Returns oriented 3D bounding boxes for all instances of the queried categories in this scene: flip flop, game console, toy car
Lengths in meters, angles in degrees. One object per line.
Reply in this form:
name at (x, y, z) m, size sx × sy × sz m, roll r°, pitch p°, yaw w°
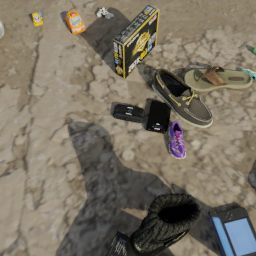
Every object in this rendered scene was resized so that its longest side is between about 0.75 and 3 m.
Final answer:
flip flop at (3.698, -2.085, 11.470) m, size 2.897 × 0.834 × 1.175 m, roll 1°, pitch 62°, yaw 1°
game console at (0.544, -0.560, 10.981) m, size 2.215 × 0.267 × 1.306 m, roll 11°, pitch 62°, yaw 4°
game console at (3.312, 3.302, 8.439) m, size 1.520 × 1.054 × 1.781 m, roll -12°, pitch 63°, yaw -6°
toy car at (-3.267, -4.953, 13.041) m, size 2.454 × 0.816 × 1.203 m, roll -8°, pitch 62°, yaw -5°

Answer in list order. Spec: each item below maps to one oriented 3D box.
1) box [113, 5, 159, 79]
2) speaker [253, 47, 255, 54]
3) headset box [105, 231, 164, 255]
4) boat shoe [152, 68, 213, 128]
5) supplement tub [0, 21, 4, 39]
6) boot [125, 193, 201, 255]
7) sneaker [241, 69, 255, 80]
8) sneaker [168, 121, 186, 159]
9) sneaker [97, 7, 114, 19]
box at (0.351, -3.534, 11.618) m, size 0.607 × 1.964 × 2.459 m, roll 32°, pitch 65°, yaw 16°
speaker at (5.957, -3.309, 12.415) m, size 0.355 × 0.355 × 0.804 m, roll -36°, pitch 68°, yaw -18°
headset box at (0.347, 4.517, 7.693) m, size 2.563 × 1.189 × 2.231 m, roll 22°, pitch 63°, yaw 11°
boat shoe at (2.116, -1.197, 10.953) m, size 1.062 × 0.897 × 2.979 m, roll -40°, pitch 69°, yaw -19°
supplement tub at (-6.824, -3.716, 11.817) m, size 1.792 × 1.792 × 2.925 m, roll 23°, pitch 64°, yaw 12°
boot at (1.270, 2.317, 7.453) m, size 1.053 × 2.092 × 2.798 m, roll 41°, pitch 41°, yaw 22°
sneaker at (5.155, -2.278, 11.904) m, size 0.764 × 0.296 × 0.304 m, roll 23°, pitch 72°, yaw 12°
sneaker at (1.771, 0.420, 10.245) m, size 0.596 × 0.616 × 1.477 m, roll -6°, pitch 62°, yaw -3°
sneaker at (-1.069, -5.679, 13.699) m, size 0.835 × 0.333 × 0.543 m, roll 8°, pitch 70°, yaw 16°
